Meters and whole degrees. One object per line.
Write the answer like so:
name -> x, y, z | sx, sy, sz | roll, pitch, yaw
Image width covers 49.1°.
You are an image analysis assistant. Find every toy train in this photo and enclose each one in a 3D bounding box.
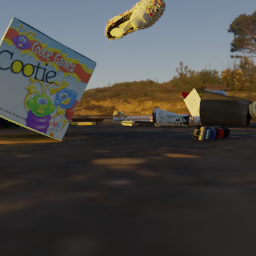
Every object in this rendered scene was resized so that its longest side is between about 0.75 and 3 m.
toy train -> 1.359, 0.075, 4.428 | 0.292, 0.217, 1.274 | 16, 10, 34

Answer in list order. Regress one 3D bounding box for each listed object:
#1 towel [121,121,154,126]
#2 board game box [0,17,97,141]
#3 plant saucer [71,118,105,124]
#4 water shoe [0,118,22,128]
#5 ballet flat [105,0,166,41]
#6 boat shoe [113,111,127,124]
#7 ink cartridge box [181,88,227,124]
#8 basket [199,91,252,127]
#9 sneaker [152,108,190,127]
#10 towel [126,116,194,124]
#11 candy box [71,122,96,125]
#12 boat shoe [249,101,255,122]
towel -> 0.510, -0.159, 10.751 | 1.205, 0.216, 1.251 | 2, -1, -23
board game box -> -1.661, -0.661, 4.835 | 1.280, 1.258, 2.442 | 26, -8, -21
plant saucer -> -1.875, -0.327, 13.049 | 1.587, 0.290, 1.587 | 1, 3, 0
water shoe -> -3.583, -0.153, 8.471 | 1.233, 0.441, 0.487 | -7, 15, 47
ballet flat -> 0.181, -4.012, 10.706 | 2.867, 0.916, 1.084 | -12, -50, 46
boat shoe -> -0.378, -0.546, 14.203 | 0.678, 0.620, 1.814 | 0, 2, 3
ink cartridge box -> 3.861, -1.216, 13.404 | 2.166, 1.901, 0.908 | -2, -33, -34
basket -> 3.439, -0.603, 9.804 | 1.560, 1.407, 1.061 | 10, 47, 34
sneaker -> 1.507, -0.358, 9.382 | 0.978, 0.641, 1.700 | -1, -1, 30
towel -> 1.442, -0.364, 12.962 | 2.355, 0.380, 2.250 | -2, 2, -40
candy box -> -1.816, -0.181, 11.500 | 0.896, 0.118, 0.458 | 0, 5, 15
boat shoe -> 4.686, -0.426, 9.736 | 2.484, 0.890, 0.946 | 12, -10, -42
